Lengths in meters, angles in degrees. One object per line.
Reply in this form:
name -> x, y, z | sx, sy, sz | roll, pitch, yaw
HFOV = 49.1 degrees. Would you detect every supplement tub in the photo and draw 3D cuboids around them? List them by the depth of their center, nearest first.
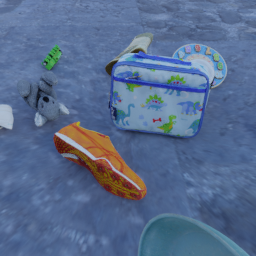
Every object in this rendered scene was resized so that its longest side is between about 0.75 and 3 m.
supplement tub -> 1.845, -1.212, 7.625 | 0.863, 1.409, 0.863 | -2, 78, 8

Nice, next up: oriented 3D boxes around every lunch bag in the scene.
lunch bag -> 0.707, -0.787, 6.700 | 2.300, 1.849, 0.948 | 10, 32, 6

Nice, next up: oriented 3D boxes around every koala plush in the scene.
koala plush -> -2.102, -0.630, 7.185 | 1.035, 1.072, 1.167 | -27, 65, -25

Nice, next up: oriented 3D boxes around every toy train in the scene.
toy train -> -2.764, -2.622, 10.367 | 0.431, 0.319, 1.529 | 40, 32, -23

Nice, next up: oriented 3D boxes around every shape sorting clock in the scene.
shape sorting clock -> 2.331, -2.049, 9.170 | 1.844, 0.362, 1.844 | 2, 68, -4

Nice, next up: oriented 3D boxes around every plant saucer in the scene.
plant saucer -> 0.886, 1.967, 2.851 | 0.416, 2.312, 2.312 | -10, 37, -29

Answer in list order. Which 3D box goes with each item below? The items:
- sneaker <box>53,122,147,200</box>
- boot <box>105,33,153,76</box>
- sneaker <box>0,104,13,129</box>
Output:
sneaker -> -0.500, 0.548, 5.676 | 2.361, 0.862, 0.911 | 35, 52, 24
boot -> 0.057, -2.449, 9.328 | 1.676, 0.604, 1.296 | -22, 32, 39
sneaker -> -3.671, -0.034, 6.904 | 1.665, 0.627, 0.737 | -15, 77, 0
